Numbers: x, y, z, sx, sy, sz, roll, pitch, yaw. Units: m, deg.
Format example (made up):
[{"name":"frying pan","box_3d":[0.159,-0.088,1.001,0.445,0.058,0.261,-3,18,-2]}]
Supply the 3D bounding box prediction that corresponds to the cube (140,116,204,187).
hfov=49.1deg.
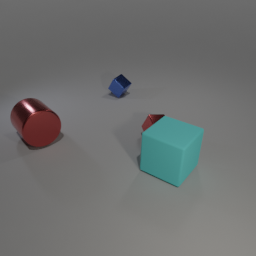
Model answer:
[{"name":"cube","box_3d":[1.345,0.671,8.702,1.400,1.400,1.400,21,36,29]}]

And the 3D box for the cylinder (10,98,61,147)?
[{"name":"cylinder","box_3d":[-3.343,-0.225,10.134,1.400,1.400,1.400,-21,34,-30]}]

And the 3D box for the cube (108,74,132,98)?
[{"name":"cube","box_3d":[-0.391,-2.026,13.475,0.700,0.700,0.700,43,47,5]}]

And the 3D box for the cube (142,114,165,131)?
[{"name":"cube","box_3d":[1.028,-0.020,10.236,0.700,0.700,0.700,-2,53,-28]}]
